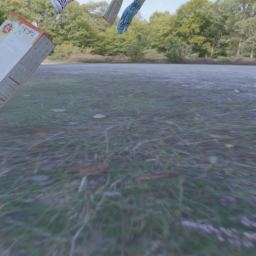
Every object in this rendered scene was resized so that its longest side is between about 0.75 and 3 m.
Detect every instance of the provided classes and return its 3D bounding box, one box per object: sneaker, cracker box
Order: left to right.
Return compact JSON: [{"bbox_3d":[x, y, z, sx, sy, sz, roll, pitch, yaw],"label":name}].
[{"bbox_3d":[-2.893,-1.652,6.739,1.348,2.012,0.580,38,-5,27],"label":"cracker box"},{"bbox_3d":[-1.698,-3.393,7.397,0.656,0.417,1.150,-19,41,2],"label":"sneaker"}]

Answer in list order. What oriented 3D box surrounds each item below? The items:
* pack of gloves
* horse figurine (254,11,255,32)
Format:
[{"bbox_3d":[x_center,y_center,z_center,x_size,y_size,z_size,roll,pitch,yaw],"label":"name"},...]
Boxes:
[{"bbox_3d":[-0.023,-2.988,6.381,0.309,1.567,1.317,34,5,15],"label":"pack of gloves"},{"bbox_3d":[4.104,-2.841,8.108,1.004,0.378,1.516,30,49,-18],"label":"horse figurine"}]
